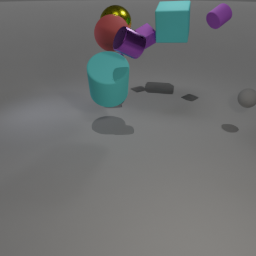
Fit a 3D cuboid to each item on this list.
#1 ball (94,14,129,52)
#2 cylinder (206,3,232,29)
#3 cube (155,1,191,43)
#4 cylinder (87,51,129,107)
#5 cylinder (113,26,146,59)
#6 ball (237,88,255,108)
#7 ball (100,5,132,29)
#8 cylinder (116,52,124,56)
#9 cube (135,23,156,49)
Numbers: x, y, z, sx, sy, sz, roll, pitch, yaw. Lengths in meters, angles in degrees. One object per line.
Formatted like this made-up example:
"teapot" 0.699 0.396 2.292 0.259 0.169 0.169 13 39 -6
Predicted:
"ball" -0.634 -3.740 11.073 1.400 1.400 1.400 0 28 0
"cylinder" 3.501 -4.294 10.768 0.700 0.700 0.700 -39 41 -15
"cube" 2.011 -4.728 12.476 1.400 1.400 1.400 4 40 13
"cylinder" -0.674 -1.667 9.719 1.400 1.400 1.400 1 61 -2
"cylinder" 0.040 -2.407 7.932 0.700 0.700 0.700 16 18 -31
"ball" 4.318 -1.074 10.083 0.700 0.700 0.700 0 28 0
"ball" -0.542 -4.632 12.281 1.400 1.400 1.400 0 28 0
"cylinder" -0.522 -2.925 12.619 0.700 0.700 0.700 0 72 -1
"cube" 0.818 -4.200 12.825 0.700 0.700 0.700 -33 62 -9
